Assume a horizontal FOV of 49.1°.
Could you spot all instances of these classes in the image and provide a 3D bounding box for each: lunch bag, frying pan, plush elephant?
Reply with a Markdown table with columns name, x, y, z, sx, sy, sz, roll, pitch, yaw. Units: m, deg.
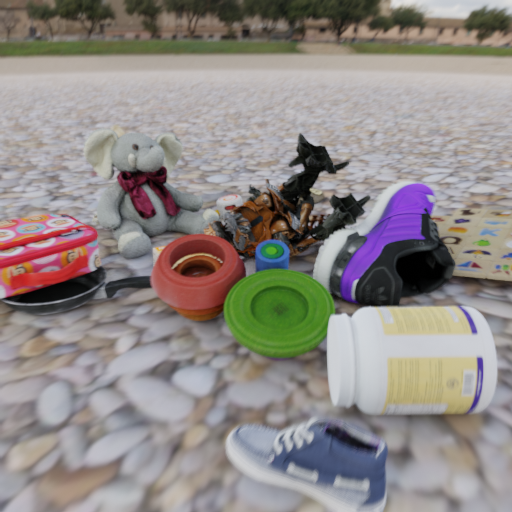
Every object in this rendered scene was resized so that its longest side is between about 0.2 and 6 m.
| name | x | y | z | sx | sy | sz | roll | pitch | yaw |
| --- | --- | --- | --- | --- | --- | --- | --- | --- | --- |
| lunch bag | -3.513 | 0.016 | 8.719 | 2.008 | 0.823 | 1.768 | -20 | 32 | -39 |
| frying pan | -2.645 | 0.417 | 8.866 | 2.731 | 0.445 | 1.652 | -6 | 22 | -12 |
| plush elephant | -2.234 | -1.501 | 11.244 | 2.262 | 2.126 | 2.746 | -16 | 28 | -32 |

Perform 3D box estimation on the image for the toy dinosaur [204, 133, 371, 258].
| name | x | y | z | sx | sy | sz | roll | pitch | yaw |
| --- | --- | --- | --- | --- | --- | --- | --- | --- | --- |
| toy dinosaur | 0.623 | -0.746 | 9.973 | 1.757 | 2.335 | 3.441 | 49 | 35 | 3 |

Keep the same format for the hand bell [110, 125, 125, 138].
| name | x | y | z | sx | sy | sz | roll | pitch | yaw |
| --- | --- | --- | --- | --- | --- | --- | --- | --- | --- |
| hand bell | -3.754 | -3.444 | 17.785 | 1.826 | 0.951 | 0.951 | 20 | 28 | 14 |

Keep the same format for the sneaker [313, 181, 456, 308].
| name | x | y | z | sx | sy | sz | roll | pitch | yaw |
| --- | --- | --- | --- | --- | --- | --- | --- | --- | --- |
| sneaker | 2.526 | -0.113 | 9.283 | 1.729 | 1.209 | 3.477 | 20 | 39 | 32 |

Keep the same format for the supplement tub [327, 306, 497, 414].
| name | x | y | z | sx | sy | sz | roll | pitch | yaw |
| --- | --- | --- | --- | --- | --- | --- | --- | --- | --- |
| supplement tub | 1.664 | 1.155 | 6.247 | 1.625 | 1.182 | 1.182 | 0 | 23 | 0 |

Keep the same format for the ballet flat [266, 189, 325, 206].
| name | x | y | z | sx | sy | sz | roll | pitch | yaw |
| --- | --- | --- | --- | --- | --- | --- | --- | --- | --- |
| ballet flat | 0.847 | -1.410 | 13.241 | 1.728 | 0.400 | 0.582 | -9 | 25 | -19 |

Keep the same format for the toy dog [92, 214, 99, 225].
| name | x | y | z | sx | sy | sz | roll | pitch | yaw |
| --- | --- | --- | --- | --- | --- | --- | --- | --- | --- |
| toy dog | -3.344 | -0.799 | 11.929 | 0.304 | 0.219 | 0.314 | -36 | 13 | 11 |

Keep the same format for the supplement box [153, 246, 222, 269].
| name | x | y | z | sx | sy | sz | roll | pitch | yaw |
| --- | --- | --- | --- | --- | --- | --- | --- | --- | --- |
| supplement box | -1.100 | 0.228 | 9.276 | 0.847 | 0.494 | 1.345 | -11 | 25 | -26 |

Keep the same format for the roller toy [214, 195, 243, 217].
| name | x | y | z | sx | sy | sz | roll | pitch | yaw |
| --- | --- | --- | --- | --- | --- | --- | --- | --- | --- |
| roller toy | -0.573 | -1.064 | 12.394 | 0.568 | 0.435 | 0.623 | 11 | 32 | 42 |

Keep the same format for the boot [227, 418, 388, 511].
| name | x | y | z | sx | sy | sz | roll | pitch | yaw |
| --- | --- | --- | --- | --- | --- | --- | --- | --- | --- |
| boot | 0.454 | 1.789 | 5.303 | 1.660 | 0.750 | 0.604 | 13 | 26 | 27 |

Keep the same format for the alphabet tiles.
| name | x | y | z | sx | sy | sz | roll | pitch | yaw |
| --- | --- | --- | --- | --- | --- | --- | --- | --- | --- |
| alphabet tiles | 4.363 | -0.316 | 10.584 | 3.091 | 0.118 | 3.715 | 5 | 23 | 31 |

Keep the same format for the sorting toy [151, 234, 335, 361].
| name | x | y | z | sx | sy | sz | roll | pitch | yaw |
| --- | --- | --- | --- | --- | --- | --- | --- | --- | --- |
| sorting toy | -0.148 | 0.669 | 7.836 | 2.794 | 1.147 | 1.679 | 29 | 50 | 29 |
